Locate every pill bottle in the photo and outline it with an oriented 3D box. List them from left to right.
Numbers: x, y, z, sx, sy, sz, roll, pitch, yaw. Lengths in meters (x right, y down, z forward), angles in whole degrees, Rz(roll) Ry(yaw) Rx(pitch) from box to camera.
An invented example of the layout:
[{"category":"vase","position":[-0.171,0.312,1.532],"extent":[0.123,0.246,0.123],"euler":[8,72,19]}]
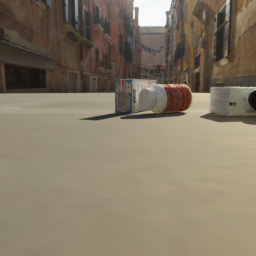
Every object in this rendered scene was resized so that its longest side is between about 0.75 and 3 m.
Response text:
[{"category":"pill bottle","position":[1.467,-1.163,11.064],"extent":[2.004,1.124,1.124],"euler":[-6,10,-32]}]

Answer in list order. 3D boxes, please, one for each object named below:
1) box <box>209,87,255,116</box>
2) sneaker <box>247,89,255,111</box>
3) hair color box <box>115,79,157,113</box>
[{"category":"box","position":[4.129,-1.034,10.580],"extent":[1.553,1.020,1.561],"euler":[-2,9,-10]},{"category":"sneaker","position":[5.236,-1.006,9.884],"extent":[2.667,1.115,1.610],"euler":[7,13,-6]},{"category":"hair color box","position":[0.407,-1.400,11.940],"extent":[0.808,1.336,2.671],"euler":[4,9,26]}]
